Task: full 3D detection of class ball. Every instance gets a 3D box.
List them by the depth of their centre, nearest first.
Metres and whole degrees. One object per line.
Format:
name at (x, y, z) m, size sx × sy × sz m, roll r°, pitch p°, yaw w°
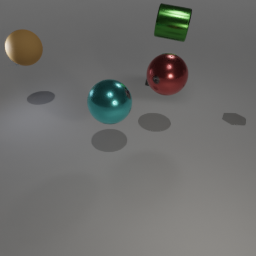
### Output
ball at (-0.565, -0.810, 8.704) m, size 1.400 × 1.400 × 1.400 m, roll 0°, pitch 32°, yaw 0°
ball at (1.319, -1.792, 9.418) m, size 1.400 × 1.400 × 1.400 m, roll 0°, pitch 32°, yaw 0°
ball at (-4.131, -3.197, 11.174) m, size 1.400 × 1.400 × 1.400 m, roll 0°, pitch 32°, yaw 0°

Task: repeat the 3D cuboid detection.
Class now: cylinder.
cylinder at (1.968, -4.630, 12.346) m, size 1.400 × 1.400 × 1.400 m, roll 13°, pitch 33°, yaw 5°
